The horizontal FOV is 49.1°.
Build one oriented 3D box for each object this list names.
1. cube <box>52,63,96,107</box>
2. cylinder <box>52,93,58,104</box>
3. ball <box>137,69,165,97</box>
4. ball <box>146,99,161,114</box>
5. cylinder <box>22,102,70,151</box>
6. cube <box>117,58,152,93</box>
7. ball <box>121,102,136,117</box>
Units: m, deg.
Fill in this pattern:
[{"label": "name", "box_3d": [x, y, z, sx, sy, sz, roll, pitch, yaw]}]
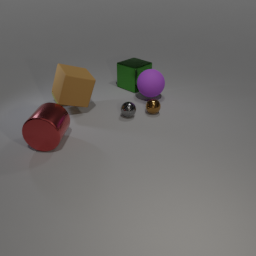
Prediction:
[{"label": "cube", "box_3d": [-2.478, -1.907, 12.621, 1.400, 1.400, 1.400, 4, 29, -32]}, {"label": "cylinder", "box_3d": [-3.288, -1.612, 13.800, 0.700, 0.700, 0.700, -28, 39, -20]}, {"label": "ball", "box_3d": [1.149, -2.246, 14.061, 1.400, 1.400, 1.400, 0, 31, 0]}, {"label": "ball", "box_3d": [1.158, -0.994, 12.891, 0.700, 0.700, 0.700, 0, 31, 0]}, {"label": "cylinder", "box_3d": [-3.038, -0.063, 10.549, 1.400, 1.400, 1.400, 3, 29, 5]}, {"label": "cube", "box_3d": [0.352, -2.945, 15.484, 1.400, 1.400, 1.400, 26, 39, 37]}, {"label": "ball", "box_3d": [0.018, -0.835, 12.583, 0.700, 0.700, 0.700, 0, 31, 0]}]
